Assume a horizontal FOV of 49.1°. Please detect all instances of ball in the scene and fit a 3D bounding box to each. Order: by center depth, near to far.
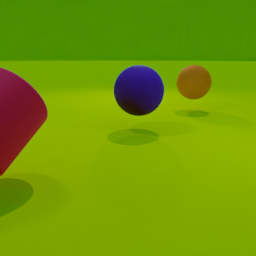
[{"bbox_3d":[0.299,-1.022,7.700,1.382,1.382,1.382,0,15,0],"label":"ball"},{"bbox_3d":[2.487,-1.721,10.577,1.297,1.297,1.297,0,15,0],"label":"ball"}]

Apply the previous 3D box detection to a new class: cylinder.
[{"bbox_3d":[-2.096,-0.090,4.318,1.233,1.233,1.233,8,50,27],"label":"cylinder"}]
